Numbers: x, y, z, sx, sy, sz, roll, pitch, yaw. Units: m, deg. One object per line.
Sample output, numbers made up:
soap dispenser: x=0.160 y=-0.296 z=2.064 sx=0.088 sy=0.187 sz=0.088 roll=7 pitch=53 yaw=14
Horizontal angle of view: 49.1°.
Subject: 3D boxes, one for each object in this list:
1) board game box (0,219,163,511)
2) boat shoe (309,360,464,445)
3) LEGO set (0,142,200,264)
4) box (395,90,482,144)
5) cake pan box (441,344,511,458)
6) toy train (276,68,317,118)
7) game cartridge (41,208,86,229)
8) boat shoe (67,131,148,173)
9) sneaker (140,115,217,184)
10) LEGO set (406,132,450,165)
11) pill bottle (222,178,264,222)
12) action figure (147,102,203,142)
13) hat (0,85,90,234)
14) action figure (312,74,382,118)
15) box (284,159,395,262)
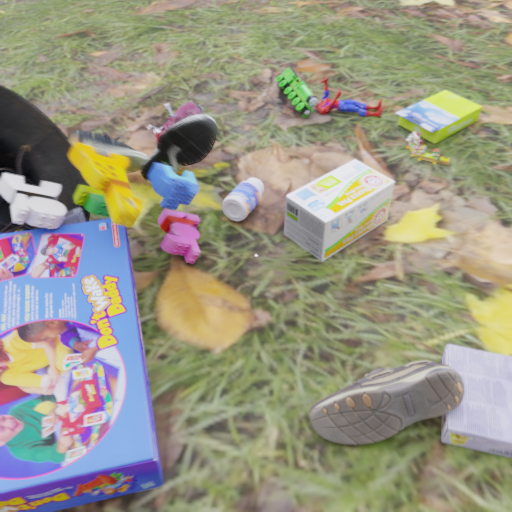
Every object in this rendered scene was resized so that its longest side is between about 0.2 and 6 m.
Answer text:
board game box: x=-3.039 y=1.382 z=7.973 sx=2.815 sy=0.937 sz=4.186 roll=-9 pitch=50 yaw=-11
boat shoe: x=1.784 y=2.026 z=7.851 sx=2.141 sy=0.798 sz=0.785 roll=-14 pitch=9 yaw=1
LEGO set: x=-2.087 y=-0.765 z=9.172 sx=3.602 sy=1.374 sz=1.478 roll=10 pitch=40 yaw=-38
box: x=4.468 y=-3.428 z=13.817 sx=1.958 sy=0.467 sz=1.194 roll=-29 pitch=50 yaw=-27
cake pan box: x=3.420 y=2.048 z=8.005 sx=1.464 sy=0.416 sz=1.590 roll=10 pitch=44 yaw=8
toy train: x=1.078 y=-4.304 z=14.647 sx=0.582 sy=0.431 sz=2.065 roll=-40 pitch=43 yaw=15
game cartridge: x=-3.217 y=-0.473 z=9.437 sx=0.711 sy=0.474 sz=0.144 roll=-25 pitch=39 yaw=-21
boat shoe: x=-3.046 y=-2.167 z=11.594 sx=1.933 sy=0.721 sz=0.602 roll=3 pitch=59 yaw=-50
sneaker: x=-1.447 y=-2.445 z=11.497 sx=0.891 sy=2.362 sz=1.359 roll=40 pitch=50 yaw=-20
LEGO set: x=3.883 y=-2.496 z=12.828 sx=0.566 sy=0.458 sz=1.230 roll=-21 pitch=47 yaw=-21
pill bottle: x=-0.228 y=-1.165 z=11.255 sx=0.552 sy=0.552 sz=0.984 roll=19 pitch=43 yaw=19
action figure: x=-1.934 y=-3.101 z=13.481 sx=1.055 sy=0.949 sz=1.417 roll=45 pitch=60 yaw=-10
hat: x=-4.850 y=-1.158 z=10.052 sx=3.879 sy=3.879 sz=1.565 roll=-8 pitch=6 yaw=-9
action figure: x=2.252 y=-4.026 z=14.185 sx=1.878 sy=0.929 sz=0.613 roll=2 pitch=43 yaw=6
box: x=1.596 y=-0.912 z=10.748 sx=1.919 sy=0.973 sz=1.080 roll=-31 pitch=51 yaw=-29
